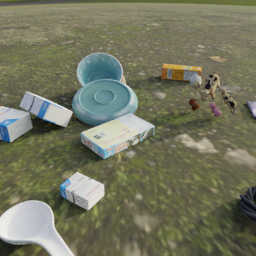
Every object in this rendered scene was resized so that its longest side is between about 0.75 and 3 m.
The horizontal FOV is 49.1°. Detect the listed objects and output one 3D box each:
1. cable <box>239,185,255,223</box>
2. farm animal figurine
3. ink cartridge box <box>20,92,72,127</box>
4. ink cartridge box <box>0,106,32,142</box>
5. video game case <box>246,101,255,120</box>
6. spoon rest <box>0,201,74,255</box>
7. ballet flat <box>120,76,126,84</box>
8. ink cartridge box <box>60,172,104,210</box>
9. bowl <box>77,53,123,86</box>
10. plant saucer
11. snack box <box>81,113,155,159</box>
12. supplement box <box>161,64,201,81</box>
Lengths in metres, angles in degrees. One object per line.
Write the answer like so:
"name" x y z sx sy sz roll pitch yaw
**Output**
"cable" 3.800 1.866 6.570 2.304 0.585 1.880 -19 30 -26
"farm animal figurine" 3.226 -1.360 10.802 1.803 0.940 1.783 0 70 22
"ink cartridge box" -3.002 -0.689 10.240 1.555 0.655 1.125 24 0 35
"ink cartridge box" -4.537 -0.216 9.928 1.923 0.647 1.117 12 32 21
"video game case" 5.517 -0.715 11.312 1.098 0.146 1.537 4 31 7
"spoon rest" -1.812 2.199 5.734 2.337 0.708 1.161 26 39 35
"ballet flat" -0.990 -2.246 13.473 1.805 0.607 0.614 -13 33 -20
"ink cartridge box" -1.153 1.587 7.091 0.914 0.385 0.667 19 35 28
"bowl" -1.239 -2.244 12.562 1.995 1.044 1.995 1 69 -3
"plant saucer" -0.912 -1.130 11.022 2.602 0.357 2.602 1 48 -1
"snack box" -0.315 0.203 9.446 2.193 0.407 1.274 -23 37 -34
"supplement box" 2.755 -2.857 14.480 1.983 0.682 0.660 8 33 9
